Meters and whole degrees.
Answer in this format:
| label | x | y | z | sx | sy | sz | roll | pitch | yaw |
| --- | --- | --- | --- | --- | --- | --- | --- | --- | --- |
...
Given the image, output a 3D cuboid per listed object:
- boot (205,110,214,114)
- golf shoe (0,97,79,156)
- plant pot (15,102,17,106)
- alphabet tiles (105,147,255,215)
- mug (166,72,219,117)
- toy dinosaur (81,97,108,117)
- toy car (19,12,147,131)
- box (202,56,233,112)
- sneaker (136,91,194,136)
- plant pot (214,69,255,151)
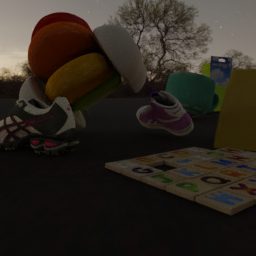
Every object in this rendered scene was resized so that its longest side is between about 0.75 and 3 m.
| label | x | y | z | sx | sy | sz | roll | pitch | yaw |
| --- | --- | --- | --- | --- | --- | --- | --- | --- | --- |
| boot | 3.279 | -0.844 | 12.915 | 1.206 | 0.416 | 1.294 | 0 | 11 | 11 |
| golf shoe | -1.760 | -0.069 | 4.772 | 2.047 | 0.901 | 0.790 | 1 | 8 | 20 |
| plant pot | -3.140 | -0.718 | 9.503 | 1.171 | 1.233 | 1.233 | -11 | 2 | 26 |
| alphabet tiles | 1.102 | 0.485 | 3.543 | 2.165 | 0.082 | 1.810 | -6 | 9 | -38 |
| mug | 2.440 | -1.117 | 10.483 | 2.148 | 1.328 | 1.765 | 14 | -7 | 6 |
| toy dinosaur | -1.977 | -1.427 | 11.815 | 2.293 | 2.527 | 1.327 | -10 | -17 | -19 |
| toy car | -1.091 | -1.327 | 6.083 | 2.515 | 2.155 | 2.873 | -34 | -5 | 6 |
| box | 4.445 | -2.169 | 14.023 | 1.634 | 2.680 | 0.639 | -4 | 9 | -31 |
| sneaker | 0.677 | -0.499 | 6.596 | 0.663 | 1.043 | 1.829 | -49 | 32 | -18 |
| plant pot | 2.470 | -0.384 | 5.216 | 1.567 | 1.382 | 1.567 | 2 | 8 | 20 |
